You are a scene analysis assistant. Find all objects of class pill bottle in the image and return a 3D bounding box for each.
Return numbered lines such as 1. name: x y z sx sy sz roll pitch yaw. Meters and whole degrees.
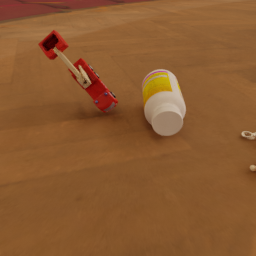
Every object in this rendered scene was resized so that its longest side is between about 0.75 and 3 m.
1. pill bottle: 1.117 -0.826 8.911 1.262 1.262 2.422 0 35 0

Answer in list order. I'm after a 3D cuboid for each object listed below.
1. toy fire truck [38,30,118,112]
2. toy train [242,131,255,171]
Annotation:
1. toy fire truck: -1.442 -1.658 8.895 0.662 2.716 1.916 -39 -1 7
2. toy train: 3.912 0.492 7.444 1.608 0.595 2.140 2 32 4
